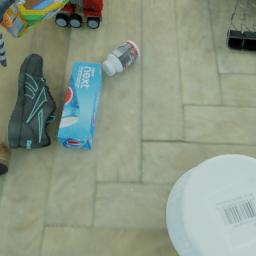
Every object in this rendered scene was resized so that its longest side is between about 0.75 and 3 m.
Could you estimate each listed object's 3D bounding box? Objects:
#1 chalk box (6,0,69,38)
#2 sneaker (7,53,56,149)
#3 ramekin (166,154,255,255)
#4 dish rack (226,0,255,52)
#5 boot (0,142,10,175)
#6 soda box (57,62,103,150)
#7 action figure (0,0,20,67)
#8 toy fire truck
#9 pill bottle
[{"bbox_3d":[-2.392,-3.452,7.335,1.874,1.169,1.161,-45,112,-26],"label":"chalk box"},{"bbox_3d":[-2.571,-0.744,7.874,1.136,1.081,2.866,7,71,-13],"label":"sneaker"},{"bbox_3d":[2.339,1.955,6.323,2.814,1.372,2.814,0,65,0],"label":"ramekin"},{"bbox_3d":[4.251,-3.698,8.191,2.203,2.872,0.783,4,42,2],"label":"dish rack"},{"bbox_3d":[-4.196,0.872,7.262,2.196,0.808,0.828,-6,48,-8],"label":"boot"},{"bbox_3d":[-1.279,-0.654,7.830,0.811,0.767,2.390,5,65,2],"label":"soda box"},{"bbox_3d":[-2.498,-2.525,5.725,2.660,2.573,1.391,-26,85,-31],"label":"action figure"},{"bbox_3d":[-1.642,-4.294,8.858,1.652,1.877,1.207,4,66,2],"label":"toy fire truck"},{"bbox_3d":[-0.230,-2.107,8.559,1.139,0.631,0.631,-41,72,-16],"label":"pill bottle"}]
